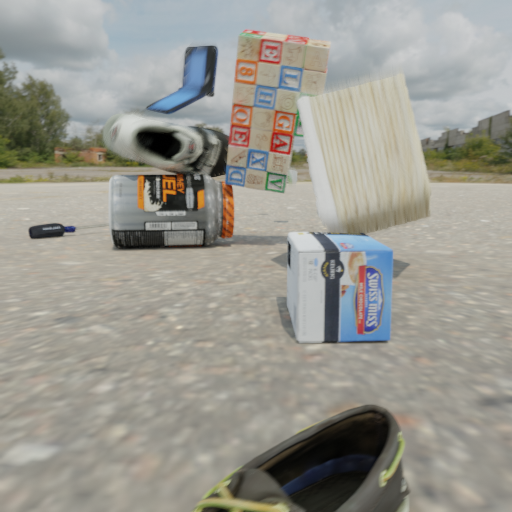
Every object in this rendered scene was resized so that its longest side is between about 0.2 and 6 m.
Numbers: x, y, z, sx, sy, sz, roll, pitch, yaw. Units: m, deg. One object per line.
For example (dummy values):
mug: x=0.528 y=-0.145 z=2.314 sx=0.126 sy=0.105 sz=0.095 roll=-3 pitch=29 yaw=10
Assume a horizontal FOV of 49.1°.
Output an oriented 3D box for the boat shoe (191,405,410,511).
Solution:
boat shoe: x=0.025 y=0.969 z=1.997 sx=0.559 sy=0.472 sz=1.569 roll=9 pitch=13 yaw=42

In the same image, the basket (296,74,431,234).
basket: x=1.490 y=-1.218 z=7.530 sx=1.395 sy=1.734 sz=1.719 roll=-12 pitch=-10 yaw=15

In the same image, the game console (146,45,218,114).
game console: x=-1.360 y=-3.158 z=10.020 sx=0.844 sy=1.217 sz=1.426 roll=-1 pitch=17 yaw=-28

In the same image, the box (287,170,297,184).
box: x=0.794 y=-1.960 z=13.893 sx=0.354 sy=0.305 sz=0.356 roll=4 pitch=1 yaw=20

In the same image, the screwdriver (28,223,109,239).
screwdriver: x=-3.704 y=-0.584 z=12.048 sx=2.305 sy=0.322 sz=0.335 roll=-6 pitch=42 yaw=-37

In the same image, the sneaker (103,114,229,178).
sneaker: x=-1.281 y=-1.888 z=10.189 sx=2.728 sy=1.011 sz=1.207 roll=2 pitch=15 yaw=-34

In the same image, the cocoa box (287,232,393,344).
cocoa box: x=0.740 y=0.243 z=5.278 sx=0.819 sy=0.832 sz=1.248 roll=0 pitch=9 yaw=-1

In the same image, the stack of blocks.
stack of blocks: x=0.330 y=-2.360 z=9.405 sx=1.429 sy=2.482 sz=0.727 roll=10 pitch=29 yaw=3

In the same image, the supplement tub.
supplement tub: x=-1.536 y=-0.823 z=10.237 sx=2.185 sy=1.339 sz=1.339 roll=-2 pitch=10 yaw=-10
